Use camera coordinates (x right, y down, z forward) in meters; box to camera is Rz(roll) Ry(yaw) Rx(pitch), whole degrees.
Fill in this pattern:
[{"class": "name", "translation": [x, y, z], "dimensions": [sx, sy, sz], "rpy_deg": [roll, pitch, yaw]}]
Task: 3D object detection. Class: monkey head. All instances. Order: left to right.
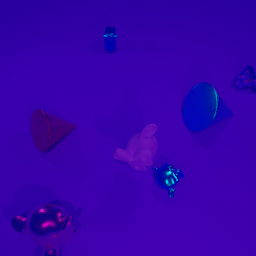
[{"class": "monkey head", "translation": [-1.831, 2.374, 6.236], "dimensions": [1.793, 1.080, 1.290], "rpy_deg": [-10, 45, 28]}, {"class": "monkey head", "translation": [0.173, 0.511, 6.951], "dimensions": [1.086, 1.510, 0.910], "rpy_deg": [17, 50, -15]}, {"class": "monkey head", "translation": [1.119, 1.342, 7.545], "dimensions": [0.767, 0.642, 1.066], "rpy_deg": [16, 32, -45]}]

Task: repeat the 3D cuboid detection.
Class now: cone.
[{"class": "cone", "translation": [-2.098, 0.001, 8.501], "dimensions": [1.262, 1.258, 1.258], "rpy_deg": [-8, 47, -41]}, {"class": "cone", "translation": [2.797, -0.539, 8.842], "dimensions": [1.525, 1.519, 1.519], "rpy_deg": [9, 47, -28]}]

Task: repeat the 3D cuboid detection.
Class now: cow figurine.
[{"class": "cow figurine", "translation": [-0.683, -3.381, 10.788], "dimensions": [0.595, 1.084, 1.067], "rpy_deg": [-2, 37, -5]}, {"class": "cow figurine", "translation": [4.585, -1.477, 9.536], "dimensions": [1.592, 0.888, 1.618], "rpy_deg": [-17, 58, -16]}]
